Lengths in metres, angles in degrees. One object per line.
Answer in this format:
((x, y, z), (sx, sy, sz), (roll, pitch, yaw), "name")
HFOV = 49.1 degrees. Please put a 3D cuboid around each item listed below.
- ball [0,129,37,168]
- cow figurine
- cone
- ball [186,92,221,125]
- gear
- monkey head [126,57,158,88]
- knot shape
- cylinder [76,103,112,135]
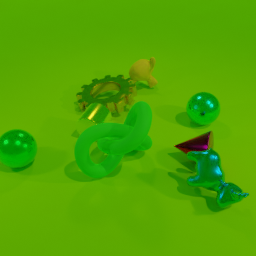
((-2.632, 0.485, 6.638), (0.927, 0.927, 0.927), (0, 33, 0), "ball")
((1.829, 1.002, 5.758), (1.185, 1.204, 0.661), (-2, -7, 32), "cow figurine")
((1.540, 0.475, 6.772), (0.896, 0.893, 0.893), (4, 32, 25), "cone")
((2.195, -0.567, 8.188), (0.975, 0.975, 0.975), (0, 33, 0), "ball")
((-0.698, -1.102, 9.185), (1.948, 0.360, 1.948), (-8, 39, 7), "gear")
((0.577, -1.921, 10.078), (1.044, 1.451, 0.874), (57, 27, 4), "monkey head")
((-0.106, 0.195, 6.310), (2.042, 1.911, 0.944), (-18, 68, -50), "knot shape")
((-0.935, -0.175, 7.705), (0.762, 0.762, 0.762), (11, 42, 17), "cylinder")
